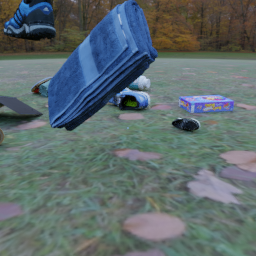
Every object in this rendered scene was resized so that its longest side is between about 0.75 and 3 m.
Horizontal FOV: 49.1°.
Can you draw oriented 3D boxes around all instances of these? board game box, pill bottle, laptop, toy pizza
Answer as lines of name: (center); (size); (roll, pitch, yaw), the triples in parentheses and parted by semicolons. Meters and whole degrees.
board game box: (3.610, -1.144, 13.084); (2.091, 0.468, 1.406); (-3, 18, -10)
pill bottle: (0.597, -2.906, 17.968); (1.601, 0.887, 0.887); (11, 21, 29)
laptop: (-4.997, -0.633, 11.279); (2.140, 1.240, 2.004); (-26, -2, 8)
toy pizza: (-5.011, -2.517, 16.740); (1.633, 0.259, 1.633); (-31, -2, -1)

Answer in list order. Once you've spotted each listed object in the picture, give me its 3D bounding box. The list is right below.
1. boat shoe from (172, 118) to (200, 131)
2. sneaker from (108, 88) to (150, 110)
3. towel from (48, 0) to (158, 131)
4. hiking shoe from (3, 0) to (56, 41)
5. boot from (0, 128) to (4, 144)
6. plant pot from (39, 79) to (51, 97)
boat shoe: (2.013, -0.130, 9.952); (0.393, 0.443, 1.184); (-13, 20, -32)
sneaker: (-0.246, -1.407, 13.122); (2.484, 0.976, 1.107); (12, 19, 33)
towel: (-0.613, -1.020, 4.901); (0.587, 1.351, 2.420); (15, -40, -42)
hiking shoe: (-2.263, -2.523, 6.496); (2.038, 0.884, 0.758); (15, 14, 43)
boot: (-5.067, -0.051, 8.924); (2.407, 0.887, 1.862); (22, -9, -14)
plant pot: (-4.466, -2.238, 15.941); (0.966, 0.966, 0.946); (9, 28, 27)
